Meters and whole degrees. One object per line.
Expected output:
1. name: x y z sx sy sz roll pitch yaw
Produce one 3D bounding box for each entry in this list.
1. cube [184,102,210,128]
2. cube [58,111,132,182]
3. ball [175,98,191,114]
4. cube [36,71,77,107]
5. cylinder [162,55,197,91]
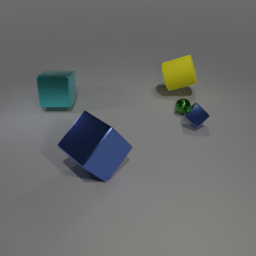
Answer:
1. cube: 2.740 -0.530 11.231 0.700 0.700 0.700 44 14 -3
2. cube: -1.005 0.571 8.724 1.400 1.400 1.400 31 80 39
3. ball: 2.419 -0.962 12.314 0.700 0.700 0.700 0 32 0
4. cube: -3.201 -1.794 12.753 1.400 1.400 1.400 0 21 1
5. cylinder: 2.486 -2.648 13.545 1.400 1.400 1.400 -13 28 19
